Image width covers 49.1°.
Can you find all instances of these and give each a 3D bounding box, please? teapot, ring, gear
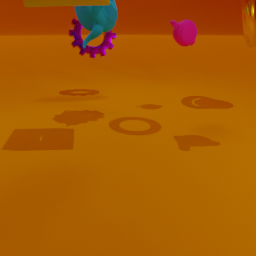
[{"bbox_3d":[-0.745,-2.506,6.066,0.814,1.663,1.034,-11,-20,26],"label":"teapot"},{"bbox_3d":[3.442,-3.175,7.782,0.358,1.788,1.788,0,18,28],"label":"ring"},{"bbox_3d":[-1.220,-3.218,9.659,1.587,1.587,0.294,-5,10,-14],"label":"gear"},{"bbox_3d":[1.533,-2.558,7.627,1.091,0.678,0.534,32,2,-33],"label":"teapot"}]

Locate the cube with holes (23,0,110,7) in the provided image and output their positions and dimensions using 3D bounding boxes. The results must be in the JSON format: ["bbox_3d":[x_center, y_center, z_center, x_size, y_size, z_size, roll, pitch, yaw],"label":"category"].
[{"bbox_3d":[-0.898,-2.570,4.033,1.202,1.202,1.202,-2,41,-2],"label":"cube with holes"}]
